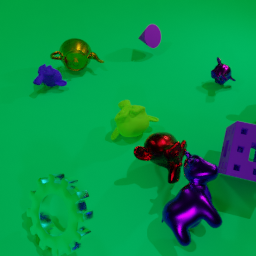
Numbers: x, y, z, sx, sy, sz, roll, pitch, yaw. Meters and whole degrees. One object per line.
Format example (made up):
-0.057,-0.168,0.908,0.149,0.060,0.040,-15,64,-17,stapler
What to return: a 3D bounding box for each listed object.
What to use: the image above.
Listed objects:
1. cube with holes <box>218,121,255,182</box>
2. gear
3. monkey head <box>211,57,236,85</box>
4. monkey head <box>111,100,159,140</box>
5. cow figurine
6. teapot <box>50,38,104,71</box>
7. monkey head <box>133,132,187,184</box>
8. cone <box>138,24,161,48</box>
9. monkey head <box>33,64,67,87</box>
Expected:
3.043,0.650,6.860,1.260,1.260,1.260,13,85,10,cube with holes
-1.494,1.832,6.010,1.680,1.680,0.311,36,17,28,gear
3.274,-1.866,9.563,0.659,1.094,0.787,-43,15,-1,monkey head
0.082,-0.275,8.304,1.538,0.927,1.107,-22,35,-3,monkey head
1.353,1.472,6.169,1.696,0.931,1.669,-33,77,5,cow figurine
-1.814,-2.558,10.061,1.910,1.188,0.935,0,44,-11,teapot
0.915,0.737,7.224,1.058,1.263,1.755,7,7,36,monkey head
0.679,-3.542,10.938,0.877,0.877,0.880,-37,30,-28,cone
-2.770,-1.677,9.629,1.295,0.780,0.932,17,64,29,monkey head
